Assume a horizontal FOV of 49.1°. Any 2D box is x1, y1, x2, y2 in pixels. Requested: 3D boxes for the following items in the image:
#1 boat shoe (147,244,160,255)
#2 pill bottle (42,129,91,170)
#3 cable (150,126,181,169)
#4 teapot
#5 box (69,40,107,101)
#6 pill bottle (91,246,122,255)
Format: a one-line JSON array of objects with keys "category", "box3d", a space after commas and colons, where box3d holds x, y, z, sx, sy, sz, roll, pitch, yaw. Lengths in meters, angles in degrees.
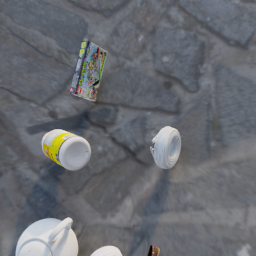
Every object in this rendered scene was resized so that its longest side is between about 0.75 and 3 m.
[{"category": "boat shoe", "box3d": [0.531, 3.264, 6.863, 0.273, 0.273, 0.776, 42, 52, -30]}, {"category": "pill bottle", "box3d": [-1.760, 0.536, 7.630, 0.878, 1.607, 0.878, -9, 104, -36]}, {"category": "cable", "box3d": [1.110, 0.542, 7.799, 0.409, 1.181, 1.181, 9, 46, 33]}, {"category": "teapot", "box3d": [-2.091, 3.083, 6.904, 1.650, 1.221, 1.671, -6, 84, 9]}, {"category": "box", "box3d": [-1.183, -1.696, 8.453, 0.279, 0.884, 1.606, 12, 88, 39]}, {"category": "pill bottle", "box3d": [-0.191, 3.746, 6.175, 1.212, 1.212, 2.183, -31, 32, -9]}]
